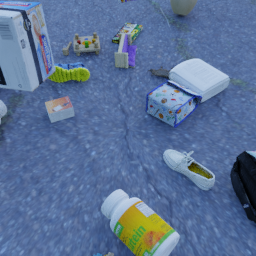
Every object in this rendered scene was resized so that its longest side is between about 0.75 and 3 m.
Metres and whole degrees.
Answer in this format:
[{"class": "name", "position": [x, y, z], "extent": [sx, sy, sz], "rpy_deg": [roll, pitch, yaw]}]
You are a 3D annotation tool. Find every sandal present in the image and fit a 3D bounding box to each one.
[{"class": "sandal", "position": [-2.564, -2.399, 11.810], "extent": [1.932, 0.768, 0.841], "rpy_deg": [3, 40, -7]}]

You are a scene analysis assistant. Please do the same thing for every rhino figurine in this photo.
[{"class": "rhino figurine", "position": [1.395, -2.408, 12.030], "extent": [1.127, 0.337, 0.493], "rpy_deg": [7, 47, 8]}]

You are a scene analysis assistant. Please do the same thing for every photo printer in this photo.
[{"class": "photo printer", "position": [2.807, -2.041, 11.424], "extent": [1.680, 0.701, 2.020], "rpy_deg": [-30, 54, -25]}]

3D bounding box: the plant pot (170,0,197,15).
[{"class": "plant pot", "position": [3.020, -6.855, 15.546], "extent": [1.552, 1.042, 1.552], "rpy_deg": [8, 22, -3]}]

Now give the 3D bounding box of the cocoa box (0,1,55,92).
[{"class": "cocoa box", "position": [-3.365, -2.480, 8.461], "extent": [1.506, 2.258, 1.482], "rpy_deg": [9, 39, 15]}]

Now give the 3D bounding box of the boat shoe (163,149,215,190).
[{"class": "boat shoe", "position": [1.836, 1.089, 8.466], "extent": [0.669, 0.772, 1.811], "rpy_deg": [-33, 55, -27]}]

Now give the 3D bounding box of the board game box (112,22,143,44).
[{"class": "board game box", "position": [0.004, -4.842, 14.382], "extent": [1.000, 0.224, 1.909], "rpy_deg": [17, 50, 13]}]

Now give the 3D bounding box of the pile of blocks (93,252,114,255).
[{"class": "pile of blocks", "position": [-0.893, 3.265, 6.719], "extent": [1.194, 0.371, 0.490], "rpy_deg": [-25, 52, -22]}]

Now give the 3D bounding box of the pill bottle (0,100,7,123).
[{"class": "pill bottle", "position": [-5.057, -0.175, 9.410], "extent": [1.113, 1.113, 1.987], "rpy_deg": [17, 49, 15]}]

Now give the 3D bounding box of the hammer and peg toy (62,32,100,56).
[{"class": "hammer and peg toy", "position": [-2.231, -4.006, 13.310], "extent": [1.767, 0.623, 1.299], "rpy_deg": [-5, 47, -5]}]

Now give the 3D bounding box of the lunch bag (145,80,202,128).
[{"class": "lunch bag", "position": [1.705, -1.037, 10.274], "extent": [1.441, 1.049, 1.695], "rpy_deg": [34, 51, 29]}]

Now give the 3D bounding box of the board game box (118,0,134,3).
[{"class": "board game box", "position": [-0.097, -4.669, 8.802], "extent": [0.854, 1.270, 0.284], "rpy_deg": [9, 46, 37]}]

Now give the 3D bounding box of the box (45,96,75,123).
[{"class": "box", "position": [-2.517, -0.693, 10.332], "extent": [0.892, 0.474, 0.679], "rpy_deg": [-19, 50, -17]}]

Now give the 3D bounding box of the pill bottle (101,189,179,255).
[{"class": "pill bottle", "position": [0.232, 2.439, 7.005], "extent": [1.060, 1.060, 1.909], "rpy_deg": [-36, 57, -29]}]

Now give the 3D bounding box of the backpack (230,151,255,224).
[{"class": "backpack", "position": [3.785, 1.538, 7.673], "extent": [1.266, 1.670, 2.001], "rpy_deg": [2, 40, -26]}]

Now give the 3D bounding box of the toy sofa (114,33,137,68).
[{"class": "toy sofa", "position": [-0.063, -3.563, 12.809], "extent": [0.900, 0.764, 1.844], "rpy_deg": [3, 47, 5]}]
